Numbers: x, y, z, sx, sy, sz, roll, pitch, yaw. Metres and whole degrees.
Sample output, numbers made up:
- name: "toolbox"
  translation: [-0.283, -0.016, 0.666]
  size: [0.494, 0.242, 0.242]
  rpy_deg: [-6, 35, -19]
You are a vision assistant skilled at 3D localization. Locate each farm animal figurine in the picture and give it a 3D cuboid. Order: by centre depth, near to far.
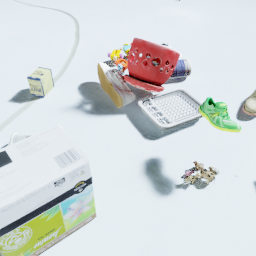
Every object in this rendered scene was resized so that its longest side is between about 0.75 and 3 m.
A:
- name: "farm animal figurine"
  translation: [2.427, 1.491, 9.281]
  size: [1.032, 0.544, 1.044]
  rpy_deg: [22, 46, 23]

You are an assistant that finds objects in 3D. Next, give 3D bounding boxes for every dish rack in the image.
- name: "dish rack"
  translation: [1.876, -0.760, 11.838]
  size: [2.465, 0.537, 2.116]
  rpy_deg: [-19, 44, -21]

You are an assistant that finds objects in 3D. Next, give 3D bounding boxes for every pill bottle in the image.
- name: "pill bottle"
  translation: [2.279, -2.941, 14.006]
  size: [1.622, 0.900, 0.900]
  rpy_deg: [-8, 42, -9]

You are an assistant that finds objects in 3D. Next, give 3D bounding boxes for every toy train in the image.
- name: "toy train"
  translation: [-0.033, -3.788, 15.212]
  size: [1.831, 0.678, 2.437]
  rpy_deg: [29, 52, 27]

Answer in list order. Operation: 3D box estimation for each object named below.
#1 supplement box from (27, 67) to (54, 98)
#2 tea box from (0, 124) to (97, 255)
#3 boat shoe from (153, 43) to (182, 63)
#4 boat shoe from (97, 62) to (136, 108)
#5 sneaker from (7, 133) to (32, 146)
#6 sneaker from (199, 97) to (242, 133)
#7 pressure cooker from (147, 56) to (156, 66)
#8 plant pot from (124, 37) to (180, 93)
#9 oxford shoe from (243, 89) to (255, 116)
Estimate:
- name: "supplement box"
  translation: [-4.035, -2.135, 13.030]
  size: [0.672, 1.001, 1.000]
  rpy_deg: [12, 43, 13]
- name: "tea box"
  translation: [-2.426, 1.776, 7.413]
  size: [2.624, 2.582, 1.753]
  rpy_deg: [-27, 48, -27]
- name: "boat shoe"
  translation: [1.946, -3.922, 14.488]
  size: [1.002, 0.953, 2.782]
  rpy_deg: [-9, 9, 40]
- name: "boat shoe"
  translation: [-0.562, -2.080, 13.019]
  size: [1.024, 1.046, 2.955]
  rpy_deg: [-18, 54, -20]
- name: "sneaker"
  translation: [-3.705, 0.814, 9.959]
  size: [1.079, 0.701, 1.869]
  rpy_deg: [-2, 40, -6]
- name: "sneaker"
  translation: [2.899, -0.438, 8.886]
  size: [0.653, 0.737, 1.764]
  rpy_deg: [0, 32, -30]
- name: "pressure cooker"
  translation: [1.226, -3.657, 14.902]
  size: [0.903, 0.807, 0.794]
  rpy_deg: [5, 38, 7]
- name: "plant pot"
  translation: [0.986, -2.716, 12.405]
  size: [2.172, 1.978, 2.172]
  rpy_deg: [16, 16, -5]
- name: "oxford shoe"
  translation: [5.751, -1.417, 12.280]
  size: [0.882, 0.920, 2.492]
  rpy_deg: [25, 47, 26]
